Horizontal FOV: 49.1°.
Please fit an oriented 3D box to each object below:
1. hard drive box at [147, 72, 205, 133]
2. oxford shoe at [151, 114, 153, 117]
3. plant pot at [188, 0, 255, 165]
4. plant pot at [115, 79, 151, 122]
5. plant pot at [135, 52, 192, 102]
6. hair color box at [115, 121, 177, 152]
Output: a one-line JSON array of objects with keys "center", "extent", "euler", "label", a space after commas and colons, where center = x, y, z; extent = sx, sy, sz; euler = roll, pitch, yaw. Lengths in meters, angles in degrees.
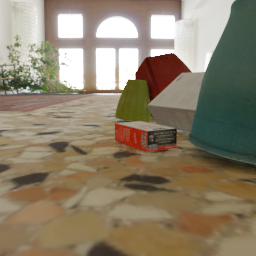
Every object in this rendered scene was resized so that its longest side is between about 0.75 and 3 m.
[{"center": [1.996, -0.788, 8.123], "extent": [1.816, 0.895, 2.331], "euler": [-43, 28, -19], "label": "hard drive box"}, {"center": [1.046, -1.583, 11.274], "extent": [0.876, 2.415, 0.860], "euler": [6, 12, 42], "label": "oxford shoe"}, {"center": [2.718, -0.918, 5.146], "extent": [2.885, 2.711, 2.885], "euler": [4, 10, -1], "label": "plant pot"}, {"center": [0.264, -1.058, 10.434], "extent": [1.383, 1.478, 1.383], "euler": [7, 9, -1], "label": "plant pot"}, {"center": [1.370, -1.882, 11.366], "extent": [2.017, 1.777, 2.015], "euler": [-16, -12, -23], "label": "plant pot"}, {"center": [0.346, 0.155, 6.287], "extent": [0.759, 0.458, 1.496], "euler": [-5, 8, -27], "label": "hair color box"}]
